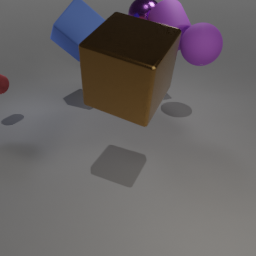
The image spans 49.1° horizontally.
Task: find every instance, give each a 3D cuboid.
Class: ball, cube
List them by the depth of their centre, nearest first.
[{"bbox_3d":[0.045,-1.142,5.390,1.400,1.400,1.400,21,50,14],"label":"cube"},{"bbox_3d":[2.462,-2.808,9.440,1.400,1.400,1.400,0,30,0],"label":"ball"},{"bbox_3d":[-1.808,-3.537,10.214,1.400,1.400,1.400,-56,15,-13],"label":"cube"},{"bbox_3d":[0.700,-4.706,11.674,1.400,1.400,1.400,0,30,0],"label":"ball"}]

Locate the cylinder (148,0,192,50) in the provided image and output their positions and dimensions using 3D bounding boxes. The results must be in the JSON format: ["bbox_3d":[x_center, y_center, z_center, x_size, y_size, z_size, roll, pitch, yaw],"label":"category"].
[{"bbox_3d":[1.612,-3.869,10.673,1.400,1.400,1.400,-10,65,-16],"label":"cylinder"}]

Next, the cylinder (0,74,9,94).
[{"bbox_3d":[-4.668,-1.587,9.794,0.700,0.700,0.700,8,-3,13],"label":"cylinder"}]
